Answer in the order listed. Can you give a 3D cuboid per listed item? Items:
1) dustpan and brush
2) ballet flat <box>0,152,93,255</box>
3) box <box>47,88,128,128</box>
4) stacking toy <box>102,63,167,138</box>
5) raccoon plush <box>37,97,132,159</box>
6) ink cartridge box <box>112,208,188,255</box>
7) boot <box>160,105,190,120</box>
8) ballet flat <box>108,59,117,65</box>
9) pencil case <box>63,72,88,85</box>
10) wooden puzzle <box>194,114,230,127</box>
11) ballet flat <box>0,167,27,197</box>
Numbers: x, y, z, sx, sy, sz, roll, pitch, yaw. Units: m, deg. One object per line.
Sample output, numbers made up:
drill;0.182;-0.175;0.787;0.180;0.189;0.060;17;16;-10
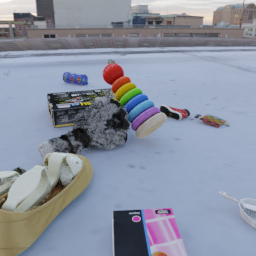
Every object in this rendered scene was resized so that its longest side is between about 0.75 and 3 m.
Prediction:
dustpan and brush;2.083;1.394;4.914;1.004;0.287;0.701;14;26;32
ballet flat;-1.372;0.982;5.058;1.021;0.938;2.976;10;23;11
box;-1.424;-0.801;9.917;2.660;0.656;2.124;-8;25;-18
stacking toy;0.033;-0.864;7.834;0.981;0.981;2.297;-24;72;-45
raccoon plush;-1.221;-0.183;7.713;2.737;1.324;1.834;-10;16;-23
ink cartridge box;0.304;1.865;3.692;0.997;0.390;2.106;-1;24;-4
boot;1.651;-0.590;9.802;0.712;0.357;0.987;-19;37;-40
ballet flat;-0.549;-2.569;12.468;0.536;1.581;0.595;-25;67;4
pencil case;-2.673;-2.546;14.346;1.420;0.554;0.617;14;33;30
wooden puzzle;2.764;-0.245;9.157;1.133;0.080;0.672;25;30;33
ballet flat;-2.501;1.251;4.699;0.765;0.765;2.128;11;25;26
